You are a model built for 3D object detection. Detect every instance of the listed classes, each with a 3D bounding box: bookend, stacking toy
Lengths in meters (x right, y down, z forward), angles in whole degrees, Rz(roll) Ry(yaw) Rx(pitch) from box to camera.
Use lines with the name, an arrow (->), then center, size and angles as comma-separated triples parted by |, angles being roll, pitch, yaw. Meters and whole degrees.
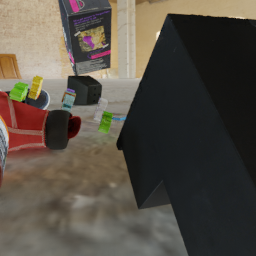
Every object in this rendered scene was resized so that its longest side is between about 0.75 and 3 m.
bookend -> 0.735, 0.433, 2.627 | 0.937, 2.022, 2.034 | -4, 57, -19
stacking toy -> -1.589, -0.587, 7.169 | 2.195, 0.684, 2.911 | 18, 11, -13

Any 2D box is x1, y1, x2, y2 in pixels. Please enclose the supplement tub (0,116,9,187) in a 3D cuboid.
supplement tub -> -2.131, 0.255, 3.446 | 1.212, 1.212, 2.267 | -4, 12, -20

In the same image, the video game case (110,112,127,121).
video game case -> -0.413, -0.384, 9.156 | 0.996, 0.089, 0.713 | 10, 16, 38

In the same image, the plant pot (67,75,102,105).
plant pot -> -1.846, -1.586, 12.370 | 1.129, 1.269, 1.273 | 22, 22, 34

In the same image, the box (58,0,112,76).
box -> -1.543, -3.556, 10.158 | 1.509, 1.739, 2.845 | -15, -28, -14

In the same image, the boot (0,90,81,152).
boot -> -2.185, -0.199, 6.161 | 2.102, 1.055, 2.914 | -4, 21, -19

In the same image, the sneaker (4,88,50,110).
sneaker -> -3.413, -0.626, 7.736 | 2.549, 0.969, 1.842 | -14, 5, -17
